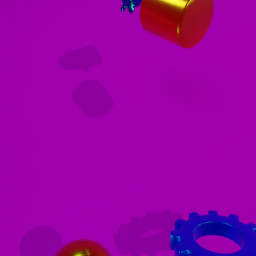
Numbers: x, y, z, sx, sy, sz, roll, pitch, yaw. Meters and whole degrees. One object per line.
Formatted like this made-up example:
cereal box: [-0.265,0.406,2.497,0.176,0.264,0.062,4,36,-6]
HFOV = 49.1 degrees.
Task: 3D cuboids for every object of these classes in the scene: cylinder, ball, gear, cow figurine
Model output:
cylinder: [0.767,-1.813,4.467,0.850,0.850,0.850,-46,55,-11]
ball: [-0.656,2.098,4.004,0.963,0.963,0.963,0,74,0]
gear: [1.593,2.043,4.950,1.648,1.648,0.305,-3,105,-1]
cow figurine: [0.144,-2.876,5.163,1.456,1.480,0.812,-28,75,29]
